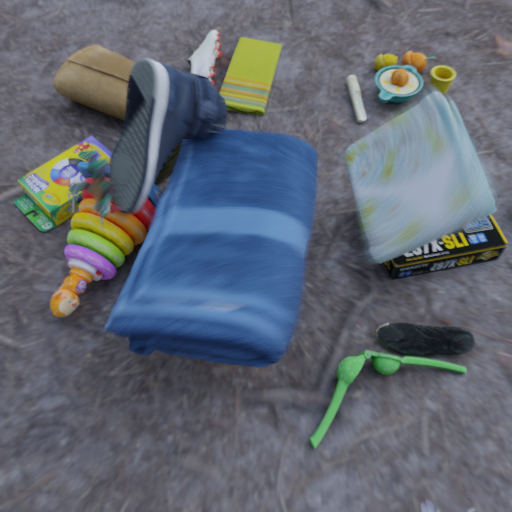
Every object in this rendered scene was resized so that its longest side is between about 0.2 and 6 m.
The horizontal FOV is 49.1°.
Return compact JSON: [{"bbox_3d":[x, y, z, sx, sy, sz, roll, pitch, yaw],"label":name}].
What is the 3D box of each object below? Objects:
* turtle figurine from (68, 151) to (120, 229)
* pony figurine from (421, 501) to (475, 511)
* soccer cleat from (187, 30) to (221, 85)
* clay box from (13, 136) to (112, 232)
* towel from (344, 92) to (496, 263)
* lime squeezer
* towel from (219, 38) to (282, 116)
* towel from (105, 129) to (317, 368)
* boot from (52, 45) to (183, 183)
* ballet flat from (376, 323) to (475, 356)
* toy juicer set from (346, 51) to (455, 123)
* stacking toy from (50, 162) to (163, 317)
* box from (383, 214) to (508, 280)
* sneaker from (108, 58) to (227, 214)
[{"bbox_3d":[-2.570,-1.040,8.930,0.859,1.148,0.578,23,37,21],"label":"turtle figurine"},{"bbox_3d":[2.666,4.081,7.201,1.546,1.288,1.493,20,66,-5],"label":"pony figurine"},{"bbox_3d":[-1.271,-4.769,13.426,0.710,0.634,1.829,5,59,6],"label":"soccer cleat"},{"bbox_3d":[-3.757,-1.460,11.230,1.186,0.491,2.064,39,63,24],"label":"clay box"},{"bbox_3d":[2.636,-1.320,9.426,2.066,0.581,2.414,-30,57,34],"label":"towel"},{"bbox_3d":[1.960,1.946,8.917,2.864,0.540,1.011,-21,58,-15],"label":"lime squeezer"},{"bbox_3d":[-0.128,-4.303,13.359,1.111,0.233,2.581,12,56,2],"label":"towel"},{"bbox_3d":[-0.418,-0.421,8.888,2.536,1.102,4.542,4,46,10],"label":"towel"},{"bbox_3d":[-2.917,-3.110,12.026,3.509,1.160,3.073,26,47,15],"label":"boot"},{"bbox_3d":[2.828,1.403,9.423,1.612,0.458,0.536,5,96,6],"label":"ballet flat"},{"bbox_3d":[3.103,-4.151,12.928,2.620,0.713,1.666,-22,59,-14],"label":"toy juicer set"},{"bbox_3d":[-2.821,-0.159,9.877,1.512,1.599,2.755,16,66,18],"label":"stacking toy"},{"bbox_3d":[3.311,-0.564,10.611,2.188,0.540,1.747,-10,58,-7],"label":"box"},{"bbox_3d":[-1.419,-1.873,9.401,0.948,2.494,1.802,32,23,29],"label":"sneaker"}]
